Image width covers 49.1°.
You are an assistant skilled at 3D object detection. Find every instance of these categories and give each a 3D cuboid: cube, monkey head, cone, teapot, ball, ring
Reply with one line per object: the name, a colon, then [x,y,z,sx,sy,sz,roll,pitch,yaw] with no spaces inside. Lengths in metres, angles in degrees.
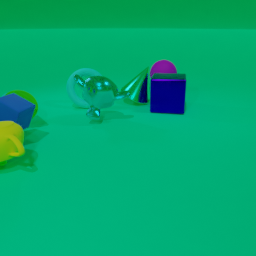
cube: [1.488,-1.301,10.326,1.230,1.230,1.230,3,21,10]
monkey head: [-0.944,-1.010,9.023,1.836,1.106,1.321,17,50,-8]
cone: [-3.276,-0.898,8.705,1.041,1.041,1.045,-3,31,-9]
cone: [0.548,-1.843,11.058,1.297,1.302,1.297,19,28,-11]
teapot: [-2.975,0.382,6.309,1.919,0.940,1.193,3,18,34]
ball: [1.652,-2.535,13.070,1.263,1.263,1.263,0,22,0]
ring: [-1.563,-1.508,10.612,1.519,1.519,0.304,-3,-1,-7]
cube: [-3.045,-0.379,7.418,0.736,0.736,0.736,28,24,5]

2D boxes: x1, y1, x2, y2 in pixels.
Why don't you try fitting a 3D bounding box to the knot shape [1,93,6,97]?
knot shape: [-3.782,-0.532,8.890,1.347,0.665,1.439,46,18,22]
